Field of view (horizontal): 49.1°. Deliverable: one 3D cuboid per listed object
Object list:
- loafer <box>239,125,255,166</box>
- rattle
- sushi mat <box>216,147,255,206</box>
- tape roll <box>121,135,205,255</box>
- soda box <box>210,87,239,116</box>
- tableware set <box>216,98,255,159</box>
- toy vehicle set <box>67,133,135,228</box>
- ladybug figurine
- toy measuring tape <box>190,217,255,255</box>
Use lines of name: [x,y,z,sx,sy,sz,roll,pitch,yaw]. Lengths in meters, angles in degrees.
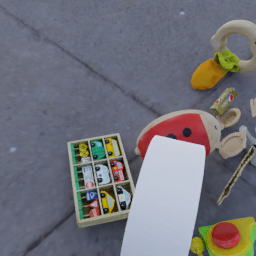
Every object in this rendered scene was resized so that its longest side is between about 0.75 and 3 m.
loafer: [3.570,0.464,7.996,0.431,0.430,1.232,2,63,-45]
rattle: [3.496,-2.353,8.572,2.099,1.913,2.939,-24,15,-26]
sushi mat: [2.386,1.204,6.358,0.144,2.381,1.139,34,82,23]
tape roll: [0.740,1.695,5.747,1.057,3.022,3.022,12,57,12]
soda box: [3.012,-0.827,8.772,0.323,0.306,0.955,46,77,-14]
tableware set: [3.391,-0.178,7.889,0.264,2.274,1.900,41,36,-24]
toy vehicle set: [-0.720,1.284,7.477,1.526,0.326,2.456,-11,51,-9]
ladybug figurine: [1.352,0.397,7.420,2.368,1.607,0.852,-18,27,4]
toy measuring tape: [2.684,2.430,5.944,2.758,1.015,1.015,-15,55,15]
